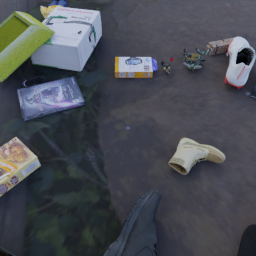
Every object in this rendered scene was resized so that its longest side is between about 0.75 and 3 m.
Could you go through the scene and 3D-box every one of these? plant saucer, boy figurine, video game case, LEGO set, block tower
[{"bbox_3d":[-4.257,-3.185,10.134,2.567,0.615,2.571,-45,50,-6],"label":"plant saucer"},{"bbox_3d":[-3.438,-5.425,12.894,1.322,0.685,2.126,7,47,3],"label":"boy figurine"},{"bbox_3d":[-2.599,-1.040,9.392,2.003,0.190,1.431,-16,51,-14],"label":"video game case"},{"bbox_3d":[2.214,-2.455,10.526,1.915,0.543,1.244,-9,46,9],"label":"LEGO set"},{"bbox_3d":[3.856,-3.281,11.209,1.406,0.380,0.407,-16,52,-13],"label":"block tower"}]

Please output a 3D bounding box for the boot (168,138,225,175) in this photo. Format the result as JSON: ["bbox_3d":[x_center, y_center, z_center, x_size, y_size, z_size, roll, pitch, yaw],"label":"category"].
[{"bbox_3d":[1.843,0.871,7.529,1.302,0.474,1.012,23,52,20],"label":"boot"}]

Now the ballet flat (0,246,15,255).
[{"bbox_3d":[-2.358,2.919,5.582,2.120,0.725,0.721,21,51,17],"label":"ballet flat"}]

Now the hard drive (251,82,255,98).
[{"bbox_3d":[5.571,-1.299,9.468,2.384,0.392,1.664,22,52,18],"label":"hard drive"}]

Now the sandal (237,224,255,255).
[{"bbox_3d":[2.462,3.093,5.488,1.050,0.630,2.797,19,52,16],"label":"sandal"}]

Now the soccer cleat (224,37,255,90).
[{"bbox_3d":[4.081,-2.579,9.986,0.957,1.188,2.789,23,54,4],"label":"soccer cleat"}]

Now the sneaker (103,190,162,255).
[{"bbox_3d":[0.249,2.431,6.056,1.052,0.881,2.319,28,61,11],"label":"sneaker"}]

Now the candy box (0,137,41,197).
[{"bbox_3d":[-3.322,1.121,7.297,1.009,0.484,1.749,35,57,26],"label":"candy box"}]

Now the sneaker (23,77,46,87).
[{"bbox_3d":[-3.293,-1.623,9.823,0.797,0.302,0.349,-16,13,-36],"label":"sneaker"}]

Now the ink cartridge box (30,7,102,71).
[{"bbox_3d":[-2.350,-3.554,10.934,1.981,1.144,2.713,10,50,8],"label":"ink cartridge box"}]

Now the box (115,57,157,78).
[{"bbox_3d":[0.294,-2.251,10.370,1.543,0.320,0.918,1,49,-2],"label":"box"}]
